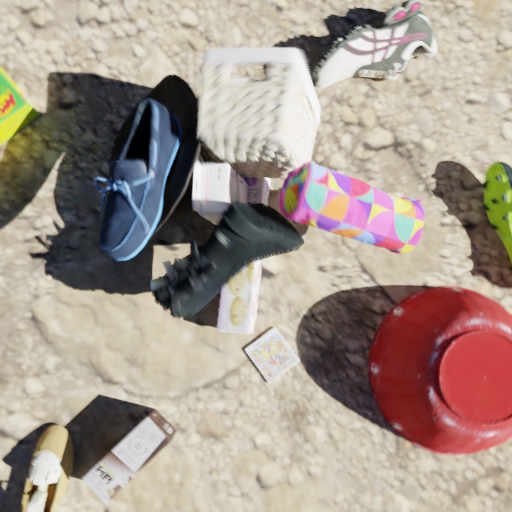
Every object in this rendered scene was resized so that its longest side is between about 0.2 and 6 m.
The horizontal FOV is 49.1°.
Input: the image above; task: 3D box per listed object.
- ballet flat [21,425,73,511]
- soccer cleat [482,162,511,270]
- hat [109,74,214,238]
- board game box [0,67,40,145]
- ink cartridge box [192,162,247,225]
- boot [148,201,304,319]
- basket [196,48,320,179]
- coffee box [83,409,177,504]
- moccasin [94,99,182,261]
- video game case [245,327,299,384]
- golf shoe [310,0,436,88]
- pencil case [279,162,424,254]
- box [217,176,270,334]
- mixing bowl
[{"bbox_3d":[-4.012,4.440,10.600,0.796,0.731,2.320,7,83,2],"label":"ballet flat"},{"bbox_3d":[5.392,-0.615,11.214,1.119,0.932,2.760,-18,87,-16],"label":"soccer cleat"},{"bbox_3d":[-1.594,-1.742,10.895,1.337,3.315,3.315,15,81,-39],"label":"hat"},{"bbox_3d":[-6.030,-2.676,11.507,2.701,0.643,1.372,-40,85,-4],"label":"board game box"},{"bbox_3d":[-0.634,-1.102,10.229,0.536,1.581,0.917,-2,81,15],"label":"ink cartridge box"},{"bbox_3d":[-0.492,0.127,10.096,2.237,2.730,1.010,-46,71,18],"label":"boot"},{"bbox_3d":[0.109,-2.392,9.922,1.652,2.437,1.503,5,82,17],"label":"basket"},{"bbox_3d":[-2.344,3.750,10.589,1.626,0.919,0.649,-43,86,-4],"label":"coffee box"},{"bbox_3d":[-2.100,-1.320,9.260,1.114,0.944,2.768,0,67,23],"label":"moccasin"},{"bbox_3d":[0.318,1.989,11.216,0.765,0.096,0.841,-36,84,-3],"label":"video game case"},{"bbox_3d":[2.410,-4.106,11.497,2.828,1.092,1.246,-32,91,-3],"label":"golf shoe"},{"bbox_3d":[1.684,-0.821,9.695,2.561,1.132,1.132,15,83,-24],"label":"pencil case"},{"bbox_3d":[-0.232,-0.085,11.151,0.675,0.630,3.257,5,83,12],"label":"box"},{"bbox_3d":[3.872,2.165,10.355,3.340,1.809,3.340,0,83,1],"label":"mixing bowl"}]
